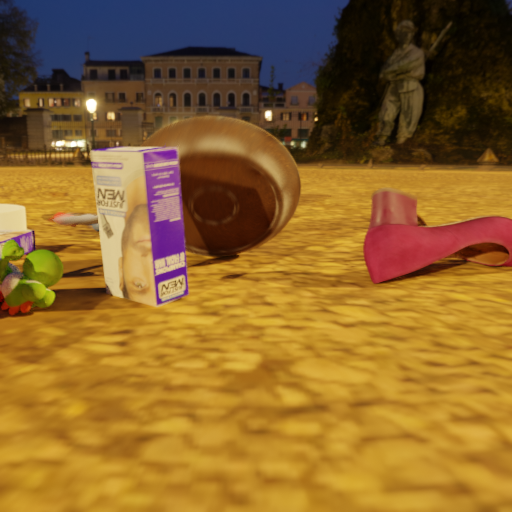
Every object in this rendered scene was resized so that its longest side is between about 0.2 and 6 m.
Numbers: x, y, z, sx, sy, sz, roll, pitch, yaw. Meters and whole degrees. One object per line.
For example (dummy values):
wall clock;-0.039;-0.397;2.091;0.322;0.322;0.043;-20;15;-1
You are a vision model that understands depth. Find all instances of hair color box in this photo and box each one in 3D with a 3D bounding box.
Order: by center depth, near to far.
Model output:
hair color box;-1.253;-0.340;6.046;0.887;1.623;0.526;9;20;38
hair color box;-3.850;-0.149;8.380;0.622;0.369;1.137;1;13;3

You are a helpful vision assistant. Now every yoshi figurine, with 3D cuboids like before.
yoshi figurine;-2.505;0.179;5.927;1.319;0.738;0.741;12;9;34

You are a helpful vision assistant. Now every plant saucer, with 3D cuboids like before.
plant saucer;-0.576;-0.774;7.691;2.402;2.402;0.385;0;45;0

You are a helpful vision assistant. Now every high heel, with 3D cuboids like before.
high heel;2.609;0.081;7.282;2.686;1.291;0.905;13;-25;-10

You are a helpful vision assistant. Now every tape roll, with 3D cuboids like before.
tape roll;-4.827;-0.504;9.507;1.733;0.606;1.733;0;12;0

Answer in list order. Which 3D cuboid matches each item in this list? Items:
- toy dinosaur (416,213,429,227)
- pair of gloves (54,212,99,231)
toy dinosaur;2.503;-0.143;8.165;1.680;0.892;0.508;-5;-22;-12
pair of gloves;-2.052;-0.718;9.807;2.207;0.313;2.745;-6;0;6
